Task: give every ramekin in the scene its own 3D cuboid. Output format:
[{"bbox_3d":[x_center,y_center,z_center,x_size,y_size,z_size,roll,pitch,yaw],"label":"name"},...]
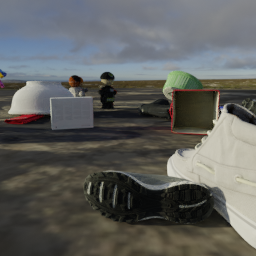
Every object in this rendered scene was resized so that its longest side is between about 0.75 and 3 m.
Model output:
[{"bbox_3d":[2.856,-2.029,14.885,2.014,0.984,2.014,26,-16,8],"label":"ramekin"}]

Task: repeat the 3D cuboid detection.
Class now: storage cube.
[{"bbox_3d":[1.877,-0.493,7.918,1.379,1.179,1.240,2,9,10],"label":"storage cube"}]

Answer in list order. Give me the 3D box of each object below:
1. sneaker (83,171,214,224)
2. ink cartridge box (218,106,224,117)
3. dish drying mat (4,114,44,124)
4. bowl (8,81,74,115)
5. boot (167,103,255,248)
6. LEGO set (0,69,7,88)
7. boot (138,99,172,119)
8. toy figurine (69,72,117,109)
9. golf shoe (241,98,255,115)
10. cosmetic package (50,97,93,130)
[{"bbox_3d":[0.192,0.736,3.065,1.370,0.506,0.543,7,1,3],"label":"sneaker"},{"bbox_3d":[3.279,-0.587,10.559,0.941,0.443,2.002,-8,13,-34],"label":"ink cartridge box"},{"bbox_3d":[-3.676,-0.359,10.064,0.695,0.165,1.810,0,10,5],"label":"dish drying mat"},{"bbox_3d":[-3.499,-1.281,11.740,2.902,1.304,2.902,-1,7,0],"label":"bowl"},{"bbox_3d":[1.194,0.298,3.277,0.916,1.190,2.489,-3,10,-17],"label":"boot"},{"bbox_3d":[-4.237,-1.687,9.073,0.466,0.502,1.222,-41,-12,-2],"label":"LEGO set"},{"bbox_3d":[1.548,-0.744,10.811,1.576,0.628,1.912,-19,14,-31],"label":"boot"},{"bbox_3d":[-1.876,-2.017,14.738,2.590,1.830,2.631,0,10,-1],"label":"toy figurine"},{"bbox_3d":[3.053,0.013,6.225,1.304,1.073,2.760,25,12,9],"label":"golf shoe"},{"bbox_3d":[-1.670,-0.452,8.377,1.232,0.929,0.318,-3,10,-17],"label":"cosmetic package"}]
